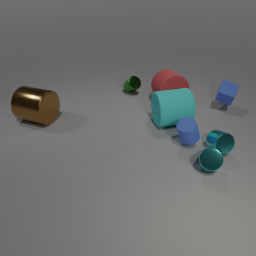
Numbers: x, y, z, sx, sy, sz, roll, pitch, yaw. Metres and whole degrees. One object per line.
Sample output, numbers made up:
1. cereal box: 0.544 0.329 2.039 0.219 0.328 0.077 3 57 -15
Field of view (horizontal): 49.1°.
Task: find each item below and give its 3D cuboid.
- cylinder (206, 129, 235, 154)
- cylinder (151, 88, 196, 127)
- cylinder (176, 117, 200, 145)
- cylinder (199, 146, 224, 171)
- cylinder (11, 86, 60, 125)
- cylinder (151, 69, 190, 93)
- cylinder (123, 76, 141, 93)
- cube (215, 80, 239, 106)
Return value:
1. cylinder: 3.119 0.452 9.479 0.700 0.700 0.700 -5 11 -10
2. cylinder: 1.769 -0.820 11.186 1.400 1.400 1.400 -8 30 -10
3. cylinder: 2.104 0.112 9.761 0.700 0.700 0.700 -15 40 13
4. cylinder: 2.569 0.937 8.640 0.700 0.700 0.700 10 3 16
5. cylinder: -3.747 -0.930 11.426 1.400 1.400 1.400 12 32 19
6. cylinder: 1.914 -1.879 12.872 1.400 1.400 1.400 -6 23 -10
7. cylinder: 0.205 -2.186 14.107 0.700 0.700 0.700 -16 -4 -25
8. cube: 4.322 -1.537 12.246 0.700 0.700 0.700 22 67 12
